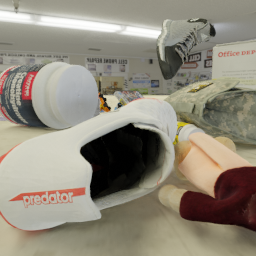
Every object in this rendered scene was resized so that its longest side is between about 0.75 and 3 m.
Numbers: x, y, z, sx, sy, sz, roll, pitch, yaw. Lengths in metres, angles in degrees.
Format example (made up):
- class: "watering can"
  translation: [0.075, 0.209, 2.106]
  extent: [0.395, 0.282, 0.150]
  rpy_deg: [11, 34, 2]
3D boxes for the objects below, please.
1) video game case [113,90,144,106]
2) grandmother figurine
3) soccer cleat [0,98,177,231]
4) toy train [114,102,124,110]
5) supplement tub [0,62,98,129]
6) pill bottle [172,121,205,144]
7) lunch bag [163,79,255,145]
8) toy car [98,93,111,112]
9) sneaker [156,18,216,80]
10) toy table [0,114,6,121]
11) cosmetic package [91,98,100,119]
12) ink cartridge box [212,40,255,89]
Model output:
- class: "video game case"
  translation: [0.331, -0.982, 11.195]
  extent: [1.556, 0.198, 1.406]
  rpy_deg: [-10, 54, -51]
- class: "grandmother figurine"
  translation: [0.957, 0.491, 2.313]
  extent: [1.390, 0.694, 2.293]
  rpy_deg: [-15, 7, -5]
- class: "soccer cleat"
  translation: [0.068, 0.203, 2.928]
  extent: [1.212, 0.977, 2.846]
  rpy_deg: [-8, 7, 36]
- class: "toy train"
  translation: [-0.119, -0.749, 11.280]
  extent: [0.968, 0.553, 0.420]
  rpy_deg: [-3, 33, -40]
- class: "supplement tub"
  translation: [-2.339, -0.917, 7.970]
  extent: [2.583, 1.813, 1.813]
  rpy_deg: [4, 9, 33]
- class: "pill bottle"
  translation: [1.087, 0.139, 5.374]
  extent: [0.473, 0.473, 0.827]
  rpy_deg: [-3, 8, -20]
- class: "lunch bag"
  translation: [1.859, -0.369, 5.700]
  extent: [2.000, 1.176, 1.640]
  rpy_deg: [8, 5, -19]
- class: "toy car"
  translation: [-1.376, -1.066, 12.500]
  extent: [0.685, 1.010, 2.058]
  rpy_deg: [-31, -4, 9]
- class: "sneaker"
  translation: [1.803, -2.613, 8.444]
  extent: [1.643, 1.068, 2.846]
  rpy_deg: [-7, 46, 20]
- class: "toy table"
  translation: [-4.491, -0.698, 10.184]
  extent: [1.347, 0.789, 1.238]
  rpy_deg: [-5, 9, -23]
- class: "cosmetic package"
  translation: [-1.416, -0.623, 9.482]
  extent: [0.520, 0.848, 2.055]
  rpy_deg: [0, 8, -20]
- class: "ink cartridge box"
  translation: [3.456, -1.240, 8.199]
  extent: [0.999, 2.395, 1.738]
  rpy_deg: [-8, 11, -44]
